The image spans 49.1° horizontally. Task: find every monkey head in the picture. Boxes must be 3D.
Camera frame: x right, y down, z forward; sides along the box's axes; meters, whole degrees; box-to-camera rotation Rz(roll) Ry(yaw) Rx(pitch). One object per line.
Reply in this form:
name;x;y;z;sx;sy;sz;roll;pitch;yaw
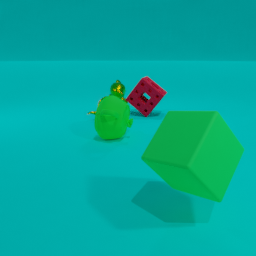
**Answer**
monkey head;-0.317;-1.467;11.733;0.958;0.803;1.332;20;28;-21

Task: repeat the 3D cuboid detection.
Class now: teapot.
teapot;-0.667;-0.661;9.072;1.351;0.840;0.661;-23;-26;23
teapot;-0.301;-0.224;7.210;0.896;1.137;1.829;11;-7;11

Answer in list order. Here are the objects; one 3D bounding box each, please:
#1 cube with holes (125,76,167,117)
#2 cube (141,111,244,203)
cube with holes;0.668;-1.139;9.979;0.957;0.957;0.957;40;21;2
cube;0.832;0.329;3.588;0.805;0.805;0.805;5;57;52
